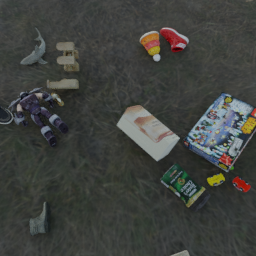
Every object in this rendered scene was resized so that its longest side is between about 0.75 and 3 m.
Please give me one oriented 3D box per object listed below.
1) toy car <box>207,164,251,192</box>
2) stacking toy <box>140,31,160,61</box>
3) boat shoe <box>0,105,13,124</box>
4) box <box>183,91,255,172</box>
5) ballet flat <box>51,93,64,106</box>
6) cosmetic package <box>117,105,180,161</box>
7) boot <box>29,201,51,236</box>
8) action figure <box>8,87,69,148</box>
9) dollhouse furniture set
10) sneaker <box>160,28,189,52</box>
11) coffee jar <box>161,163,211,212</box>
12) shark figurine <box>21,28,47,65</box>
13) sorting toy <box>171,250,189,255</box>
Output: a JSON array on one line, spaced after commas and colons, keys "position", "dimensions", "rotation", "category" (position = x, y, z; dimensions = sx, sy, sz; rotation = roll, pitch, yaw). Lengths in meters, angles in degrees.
[{"position": [3.892, 1.711, 10.771], "dimensions": [1.535, 0.342, 1.444], "rotation": [8, 58, 16], "category": "toy car"}, {"position": [1.193, -3.759, 13.157], "dimensions": [0.961, 0.961, 1.315], "rotation": [-19, 82, -9], "category": "stacking toy"}, {"position": [-5.728, -0.836, 11.859], "dimensions": [1.928, 0.582, 0.712], "rotation": [34, 70, 14], "category": "boat shoe"}, {"position": [3.890, 0.051, 11.264], "dimensions": [2.014, 0.587, 2.942], "rotation": [32, 69, 25], "category": "box"}, {"position": [-3.092, -1.306, 12.254], "dimensions": [0.286, 0.263, 0.834], "rotation": [-42, 72, -17], "category": "ballet flat"}, {"position": [0.790, 0.145, 10.965], "dimensions": [2.171, 1.122, 0.947], "rotation": [41, 116, 16], "category": "cosmetic package"}, {"position": [-3.217, 3.258, 10.115], "dimensions": [0.749, 0.388, 1.146], "rotation": [-8, 64, 2], "category": "boot"}, {"position": [-3.706, -0.576, 11.585], "dimensions": [1.847, 0.985, 2.839], "rotation": [-41, 68, -10], "category": "action figure"}, {"position": [-2.841, -2.656, 12.171], "dimensions": [1.227, 1.618, 1.846], "rotation": [-2, 92, -3], "category": "dollhouse furniture set"}, {"position": [2.097, -4.207, 13.427], "dimensions": [1.477, 0.579, 0.853], "rotation": [26, 67, 13], "category": "sneaker"}, {"position": [2.128, 2.209, 10.369], "dimensions": [1.757, 0.750, 0.916], "rotation": [42, 72, 17], "category": "coffee jar"}, {"position": [-4.219, -3.766, 13.128], "dimensions": [1.121, 0.783, 1.876], "rotation": [13, 68, 5], "category": "shark figurine"}, {"position": [1.781, 4.809, 9.488], "dimensions": [0.946, 0.186, 1.022], "rotation": [-17, 67, -7], "category": "sorting toy"}]
